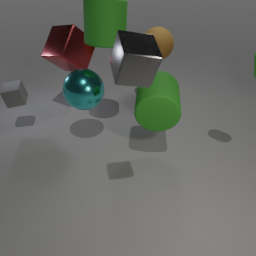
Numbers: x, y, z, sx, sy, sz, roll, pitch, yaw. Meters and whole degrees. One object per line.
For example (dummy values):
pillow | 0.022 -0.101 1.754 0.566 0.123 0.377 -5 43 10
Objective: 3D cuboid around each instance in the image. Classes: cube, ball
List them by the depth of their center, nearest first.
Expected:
cube | 0.120 -1.238 5.066 0.700 0.700 0.700 1 50 -19
ball | -1.493 -1.299 9.451 1.400 1.400 1.400 0 30 0
cube | -4.234 -1.266 10.445 0.700 0.700 0.700 -12 41 -1
cube | -2.419 -3.238 11.532 1.400 1.400 1.400 13 -9 38
ball | 1.279 -3.649 12.145 1.400 1.400 1.400 0 30 0

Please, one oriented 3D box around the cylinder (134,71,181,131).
cylinder | 0.943 -0.851 8.857 1.400 1.400 1.400 3 42 4

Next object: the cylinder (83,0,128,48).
cylinder | -0.739 -3.467 9.136 1.400 1.400 1.400 3 28 -1

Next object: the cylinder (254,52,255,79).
cylinder | 3.868 -1.753 7.736 0.700 0.700 0.700 -11 37 9
